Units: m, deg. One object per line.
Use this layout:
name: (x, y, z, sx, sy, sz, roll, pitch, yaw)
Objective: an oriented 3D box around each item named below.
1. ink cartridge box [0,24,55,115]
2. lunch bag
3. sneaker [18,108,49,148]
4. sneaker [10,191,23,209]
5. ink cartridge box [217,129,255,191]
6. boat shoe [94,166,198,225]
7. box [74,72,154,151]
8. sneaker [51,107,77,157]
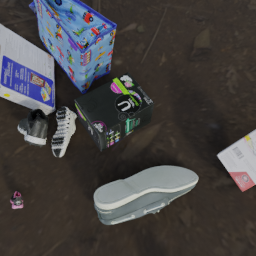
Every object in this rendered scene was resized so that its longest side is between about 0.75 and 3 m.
ink cartridge box: (-3.148, -1.718, 8.164, 0.528, 2.247, 2.220, -28, 56, 31)
lunch bag: (-1.919, -2.815, 8.392, 2.905, 2.187, 1.366, 41, 67, 9)
sneaker: (-2.491, -0.132, 7.517, 0.625, 1.881, 0.851, 16, 95, -30)
sneaker: (-2.723, 1.708, 6.884, 0.297, 0.753, 0.359, -2, 95, -29)
ink cartridge box: (3.339, 0.608, 6.913, 1.875, 0.633, 1.092, -37, 68, 19)
boat shoe: (0.492, 1.659, 6.963, 2.745, 0.848, 0.999, -12, 28, -21)
box: (-0.382, -0.459, 7.920, 1.786, 1.110, 1.326, -30, 66, -16)
sneaker: (-1.760, 0.142, 7.943, 0.535, 0.577, 1.424, 1, 75, 32)
